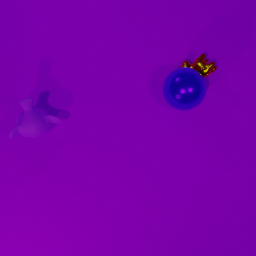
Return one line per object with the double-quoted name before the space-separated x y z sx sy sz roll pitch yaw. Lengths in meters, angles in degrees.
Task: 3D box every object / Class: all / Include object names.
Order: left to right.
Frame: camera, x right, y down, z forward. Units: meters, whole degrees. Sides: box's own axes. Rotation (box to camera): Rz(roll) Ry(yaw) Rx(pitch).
"monkey head" -2.616 -0.259 7.662 1.419 1.021 0.855 -20 50 -18
"ball" 1.533 -1.057 7.612 1.170 1.170 1.170 0 89 0
"cow figurine" 1.911 -1.648 7.832 0.869 0.485 0.883 -41 52 10
